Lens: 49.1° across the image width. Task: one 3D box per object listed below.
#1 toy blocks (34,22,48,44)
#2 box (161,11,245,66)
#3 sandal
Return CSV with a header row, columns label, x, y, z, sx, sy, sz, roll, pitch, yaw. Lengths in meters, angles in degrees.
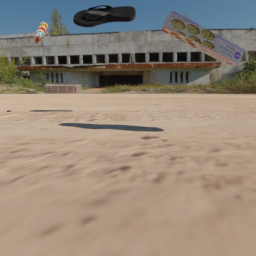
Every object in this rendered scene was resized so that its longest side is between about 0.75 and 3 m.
label,x,y,z,sx,sy,sz,roll,pitch,yaw
toy blocks,-3.133,-3.265,9.880,0.296,0.679,0.815,28,41,-24
box,1.491,-1.747,5.554,1.716,0.356,0.332,23,0,-14
sandal,-0.802,-3.880,9.399,2.123,0.807,0.455,-8,-33,0
